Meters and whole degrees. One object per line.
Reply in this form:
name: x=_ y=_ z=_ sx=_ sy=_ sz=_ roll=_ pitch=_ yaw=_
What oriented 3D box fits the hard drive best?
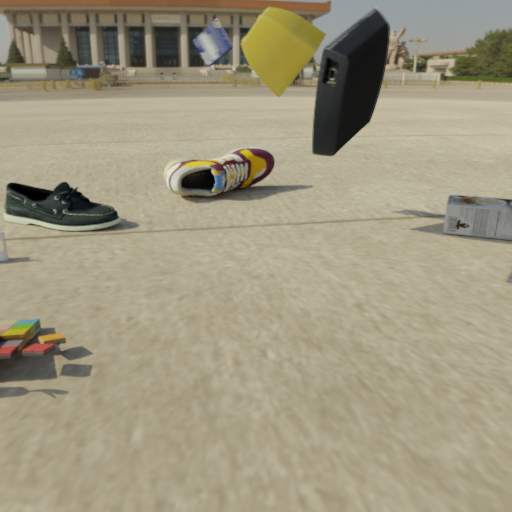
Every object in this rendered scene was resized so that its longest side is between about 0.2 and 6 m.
hard drive: x=1.793 y=-3.158 z=10.651 sx=0.541 sy=2.558 sz=1.725 roll=36 pitch=64 yaw=22

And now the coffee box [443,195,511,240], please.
coffee box: x=4.962 y=-0.826 z=11.982 sx=1.725 sy=0.688 sz=0.987 roll=7 pitch=21 yaw=19

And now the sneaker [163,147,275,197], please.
sneaker: x=-0.845 y=-2.157 z=15.140 sx=3.158 sy=1.183 sz=1.423 roll=-14 pitch=26 yaw=-15

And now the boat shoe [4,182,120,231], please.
boat shoe: x=-4.428 y=-1.205 z=12.610 sx=2.908 sy=0.964 sz=1.087 roll=8 pitch=22 yaw=22

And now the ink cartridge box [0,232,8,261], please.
ink cartridge box: x=-5.174 y=-0.159 z=10.302 sx=1.089 sy=0.593 sz=0.274 roll=-6 pitch=21 yaw=-16

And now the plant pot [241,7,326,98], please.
plant pot: x=0.320 y=-2.984 z=7.957 sx=0.899 sy=0.873 sz=0.878 roll=37 pitch=38 yaw=-11

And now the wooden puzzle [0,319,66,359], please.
wooden puzzle: x=-3.614 y=1.066 z=7.119 sx=2.365 sy=0.166 sz=1.402 roll=-2 pitch=7 yaw=-7

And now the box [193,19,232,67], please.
box: x=-0.854 y=-4.387 z=11.516 sx=0.166 sy=0.622 sz=1.027 roll=-37 pitch=14 yaw=-31
